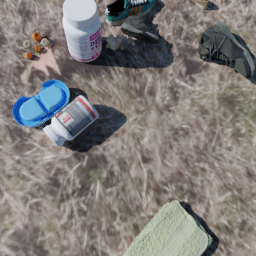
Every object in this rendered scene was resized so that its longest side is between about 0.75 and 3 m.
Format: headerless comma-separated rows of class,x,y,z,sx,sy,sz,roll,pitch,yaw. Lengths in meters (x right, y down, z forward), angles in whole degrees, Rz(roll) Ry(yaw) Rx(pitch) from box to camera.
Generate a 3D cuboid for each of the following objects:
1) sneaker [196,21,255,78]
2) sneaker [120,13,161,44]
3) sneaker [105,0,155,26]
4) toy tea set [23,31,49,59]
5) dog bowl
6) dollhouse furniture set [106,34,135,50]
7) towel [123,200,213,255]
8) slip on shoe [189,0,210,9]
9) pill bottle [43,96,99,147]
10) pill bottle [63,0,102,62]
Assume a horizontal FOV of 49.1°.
sneaker,3.777,-2.889,11.201,1.568,1.046,2.737,-29,73,-6
sneaker,0.676,-4.223,11.726,1.808,0.691,1.036,26,82,13
sneaker,0.127,-5.206,11.866,2.376,0.949,0.848,-29,76,-8
toy tea set,-3.945,-3.440,11.726,1.252,0.463,0.744,-45,108,-14
dog bowl,-3.292,-0.894,10.857,2.288,0.567,1.275,-35,77,-10
dollhouse furniture set,-0.301,-3.288,11.090,1.168,0.605,0.517,-16,66,-45
towel,1.319,4.040,9.496,2.758,0.503,2.046,-44,78,-11
slip on shoe,2.950,-5.790,12.298,1.450,0.439,0.551,43,79,11
pill bottle,-2.115,-0.230,10.388,1.888,1.094,1.094,-42,78,-11
pill bottle,-1.713,-3.712,10.632,1.375,2.425,1.375,1,71,-3
